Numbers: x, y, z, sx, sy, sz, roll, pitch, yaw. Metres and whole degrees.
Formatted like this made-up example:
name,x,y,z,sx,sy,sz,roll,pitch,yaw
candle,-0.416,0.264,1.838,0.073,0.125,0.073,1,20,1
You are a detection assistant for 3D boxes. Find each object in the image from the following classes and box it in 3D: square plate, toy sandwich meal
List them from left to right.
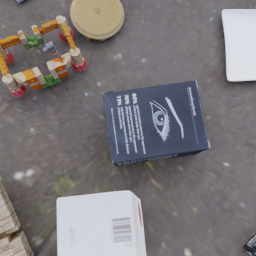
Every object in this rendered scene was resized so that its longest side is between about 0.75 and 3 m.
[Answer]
name,x,y,z,sx,sy,sz,roll,pitch,yaw
toy sandwich meal,-0.866,-3.109,7.670,1.601,0.548,1.601,1,83,-7
square plate,3.620,-2.217,7.575,2.104,0.299,2.085,0,79,0

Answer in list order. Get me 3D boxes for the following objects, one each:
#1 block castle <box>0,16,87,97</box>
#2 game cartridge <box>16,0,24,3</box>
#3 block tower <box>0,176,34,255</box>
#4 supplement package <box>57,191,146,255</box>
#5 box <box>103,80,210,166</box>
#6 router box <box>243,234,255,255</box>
name,x,y,z,sx,sy,sz,roll,pitch,yaw
block castle,-2.217,-1.771,7.159,2.090,0.980,1.396,-24,76,-6
game cartridge,-3.147,-4.562,8.042,1.212,0.372,1.821,-37,81,-3
block tower,-2.715,2.368,6.145,0.740,0.691,2.560,-22,90,-17
supplement package,-0.396,2.063,5.576,1.333,2.225,1.349,-8,72,4
box,0.612,-0.058,6.687,2.222,1.159,1.644,-7,79,-1
router box,4.083,2.651,6.374,2.250,0.699,1.686,-42,81,-8
